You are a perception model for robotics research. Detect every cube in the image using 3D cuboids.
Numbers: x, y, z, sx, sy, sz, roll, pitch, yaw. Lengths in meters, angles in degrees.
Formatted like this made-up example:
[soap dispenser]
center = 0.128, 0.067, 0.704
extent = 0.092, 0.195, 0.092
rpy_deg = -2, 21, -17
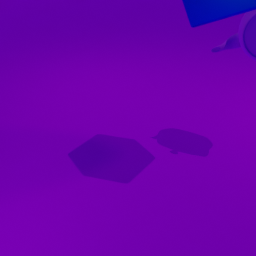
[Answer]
[cube]
center = 1.510, -2.352, 4.149
extent = 1.143, 1.143, 1.143
rpy_deg = -39, 25, -31

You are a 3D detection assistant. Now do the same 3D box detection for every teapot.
[teapot]
center = 2.626, -1.777, 5.271
extent = 2.022, 1.257, 0.990
rpy_deg = -6, 22, 38
